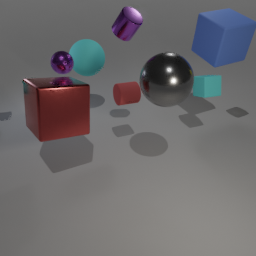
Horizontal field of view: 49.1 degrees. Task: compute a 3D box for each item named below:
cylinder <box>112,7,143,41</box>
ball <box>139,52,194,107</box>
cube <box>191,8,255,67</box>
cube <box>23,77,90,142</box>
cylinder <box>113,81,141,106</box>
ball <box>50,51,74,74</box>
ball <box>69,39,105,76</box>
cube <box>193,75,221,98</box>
[{"bbox_3d":[-0.025,-3.062,8.265,0.700,0.700,0.700,18,53,-25],"label":"cylinder"},{"bbox_3d":[0.997,-1.240,7.255,1.400,1.400,1.400,0,31,0],"label":"ball"},{"bbox_3d":[3.292,-3.168,9.784,1.400,1.400,1.400,-17,46,-21],"label":"cube"},{"bbox_3d":[-1.962,-0.586,7.688,1.400,1.400,1.400,-9,22,-31],"label":"cube"},{"bbox_3d":[-0.040,-1.112,8.997,0.700,0.700,0.700,-11,33,-22],"label":"cylinder"},{"bbox_3d":[-2.002,-1.987,8.528,0.700,0.700,0.700,0,31,0],"label":"ball"},{"bbox_3d":[-1.593,-2.727,10.907,1.400,1.400,1.400,0,31,0],"label":"ball"},{"bbox_3d":[2.757,-1.470,9.789,0.700,0.700,0.700,-9,15,-21],"label":"cube"}]
